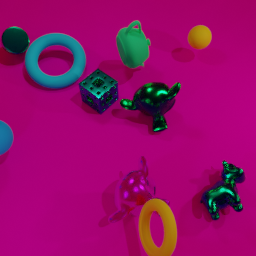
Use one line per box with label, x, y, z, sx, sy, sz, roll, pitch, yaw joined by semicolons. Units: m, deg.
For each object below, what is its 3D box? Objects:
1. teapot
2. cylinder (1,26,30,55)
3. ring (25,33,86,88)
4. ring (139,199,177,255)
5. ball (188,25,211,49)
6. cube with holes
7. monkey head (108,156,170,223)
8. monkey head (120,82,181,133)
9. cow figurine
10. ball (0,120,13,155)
teapot;0.229;-2.572;9.030;1.007;2.056;1.279;-20;61;-7
cylinder;-4.013;-3.078;9.942;0.904;0.904;0.904;-30;23;-18
ring;-2.493;-2.337;9.666;2.068;0.414;2.068;1;74;-4
ring;0.616;2.188;6.076;0.254;1.269;1.269;6;53;-28
ball;2.482;-3.140;9.712;0.793;0.793;0.793;0;58;0
cube with holes;-0.916;-1.164;8.955;0.869;0.869;0.869;36;64;20
monkey head;0.301;1.655;6.826;1.273;1.066;1.769;14;73;51
monkey head;0.784;-0.658;8.400;1.932;1.164;1.390;-15;60;22
cow figurine;2.464;1.567;7.301;1.369;0.751;1.347;-26;40;9
ball;-3.523;0.257;7.318;0.979;0.979;0.979;0;58;0
